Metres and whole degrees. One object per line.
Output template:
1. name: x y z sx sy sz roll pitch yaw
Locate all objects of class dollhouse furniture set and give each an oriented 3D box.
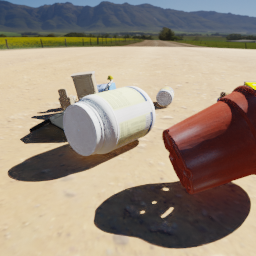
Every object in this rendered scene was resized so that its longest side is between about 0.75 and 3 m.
1. dollhouse furniture set: -2.006 -2.202 13.773 2.239 1.548 2.372 -3 27 17

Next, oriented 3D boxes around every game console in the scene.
1. game console: -2.564 -0.032 10.604 1.509 0.998 1.715 -26 8 16

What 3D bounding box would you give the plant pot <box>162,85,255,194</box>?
1. plant pot: 2.063 0.395 6.551 2.114 2.174 2.174 -22 23 -4

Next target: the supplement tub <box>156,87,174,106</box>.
1. supplement tub: 1.890 -1.615 14.073 0.833 0.833 1.152 5 22 13

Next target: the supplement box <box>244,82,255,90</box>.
1. supplement box: 5.805 -1.052 11.800 1.359 1.350 2.481 2 21 7

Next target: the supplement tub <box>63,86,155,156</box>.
1. supplement tub: -0.560 -0.258 8.983 1.863 1.863 2.569 18 27 39

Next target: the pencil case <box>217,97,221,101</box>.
1. pencil case: 4.964 -1.480 14.282 1.026 0.445 0.400 -19 44 -39

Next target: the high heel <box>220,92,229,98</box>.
1. high heel: 3.805 -0.795 10.738 2.301 0.821 1.640 -5 51 -53
